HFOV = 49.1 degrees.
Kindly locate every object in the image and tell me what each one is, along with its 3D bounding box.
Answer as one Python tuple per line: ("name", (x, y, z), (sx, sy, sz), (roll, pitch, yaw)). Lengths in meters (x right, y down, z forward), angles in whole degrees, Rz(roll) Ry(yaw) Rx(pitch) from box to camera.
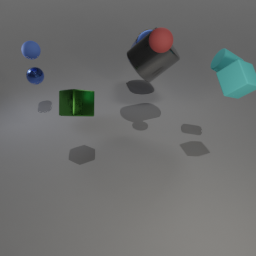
("ball", (-3.757, -2.114, 11.352), (0.700, 0.700, 0.700), (0, 31, 0))
("ball", (0.950, -2.525, 8.059), (0.700, 0.700, 0.700), (0, 31, 0))
("cube", (2.867, -1.252, 7.289), (0.700, 0.700, 0.700), (3, 67, -39))
("cylinder", (3.007, -1.941, 8.517), (0.700, 0.700, 0.700), (27, 29, -13))
("ball", (-3.747, -3.012, 10.834), (0.700, 0.700, 0.700), (0, 31, 0))
("cylinder", (0.906, -2.605, 10.072), (1.400, 1.400, 1.400), (-36, 23, 22))
("cube", (-1.393, -0.667, 7.609), (0.700, 0.700, 0.700), (3, 3, 45))
("cylinder", (0.927, -3.745, 13.285), (1.400, 1.400, 1.400), (-7, 2, -11))
